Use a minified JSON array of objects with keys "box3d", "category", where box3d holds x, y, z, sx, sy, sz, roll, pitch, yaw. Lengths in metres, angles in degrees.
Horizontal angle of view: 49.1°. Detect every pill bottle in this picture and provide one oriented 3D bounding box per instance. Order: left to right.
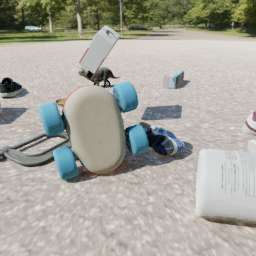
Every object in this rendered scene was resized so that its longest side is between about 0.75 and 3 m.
[{"box3d":[2.402,1.089,5.066,2.219,1.269,1.269,4,22,11],"category":"pill bottle"}]

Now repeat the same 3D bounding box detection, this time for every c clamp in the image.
[{"box3d":[-2.679,0.441,7.957,2.049,0.325,2.399,16,27,34],"category":"c clamp"}]

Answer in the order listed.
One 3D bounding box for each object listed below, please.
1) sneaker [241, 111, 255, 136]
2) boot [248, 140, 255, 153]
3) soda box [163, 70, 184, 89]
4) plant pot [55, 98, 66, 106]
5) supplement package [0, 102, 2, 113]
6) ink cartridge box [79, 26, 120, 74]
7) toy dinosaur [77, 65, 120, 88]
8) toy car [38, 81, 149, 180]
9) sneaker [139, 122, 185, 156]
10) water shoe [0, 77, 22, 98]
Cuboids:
[{"box3d":[4.387,0.050,8.265,2.369,1.067,0.888,19,39,-24],"category":"sneaker"},{"box3d":[3.759,0.626,7.205,0.648,0.522,1.435,-8,22,-6],"category":"boot"},{"box3d":[2.528,-2.689,15.353,0.699,0.650,2.044,9,24,21],"category":"soda box"},{"box3d":[-2.665,-1.108,12.110,0.931,0.128,0.931,-1,22,0],"category":"plant pot"},{"box3d":[-5.565,-0.819,10.030,1.140,1.126,1.881,1,22,3],"category":"supplement package"},{"box3d":[-0.871,-2.516,8.879,0.618,1.095,1.492,33,27,-11],"category":"ink cartridge box"},{"box3d":[-1.402,-2.712,14.692,2.336,1.194,0.899,-8,23,-16],"category":"toy dinosaur"},{"box3d":[-1.010,-0.079,7.316,2.193,2.104,2.379,-18,14,-15],"category":"toy car"},{"box3d":[0.868,0.324,7.992,0.694,0.682,1.802,3,21,-34],"category":"sneaker"},{"box3d":[-5.651,-2.086,13.582,0.760,0.839,2.125,-3,22,-8],"category":"water shoe"}]
